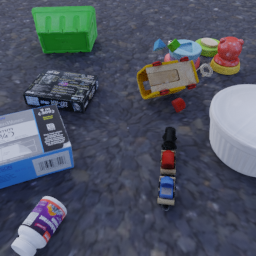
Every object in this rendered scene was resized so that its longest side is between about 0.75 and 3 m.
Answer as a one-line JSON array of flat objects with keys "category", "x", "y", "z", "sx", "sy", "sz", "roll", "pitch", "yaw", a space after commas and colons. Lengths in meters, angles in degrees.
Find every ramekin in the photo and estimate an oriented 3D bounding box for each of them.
[{"category": "ramekin", "x": 3.392, "y": 0.107, "z": 7.329, "sx": 2.679, "sy": 1.248, "sz": 2.679, "roll": 0, "pitch": 42, "yaw": 0}]

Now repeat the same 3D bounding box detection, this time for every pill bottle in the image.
[{"category": "pill bottle", "x": -1.815, "y": 2.028, "z": 5.728, "sx": 0.631, "sy": 0.631, "sz": 1.133, "roll": 17, "pitch": 46, "yaw": 17}]

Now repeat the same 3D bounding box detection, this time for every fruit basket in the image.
[{"category": "fruit basket", "x": -2.592, "y": -4.417, "z": 11.904, "sx": 2.708, "sy": 1.953, "sz": 2.708, "roll": 1, "pitch": 61, "yaw": -1}]

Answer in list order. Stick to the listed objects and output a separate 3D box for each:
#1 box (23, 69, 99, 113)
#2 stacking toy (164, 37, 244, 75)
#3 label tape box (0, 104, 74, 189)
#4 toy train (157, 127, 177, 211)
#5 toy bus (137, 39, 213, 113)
[{"category": "box", "x": -2.175, "y": -1.294, "z": 9.370, "sx": 2.047, "sy": 0.446, "sz": 1.640, "roll": 8, "pitch": 42, "yaw": 8}, {"category": "stacking toy", "x": 2.859, "y": -3.260, "z": 10.965, "sx": 2.835, "sy": 1.197, "sz": 2.566, "roll": -1, "pitch": 43, "yaw": -2}, {"category": "label tape box", "x": -2.766, "y": 0.122, "z": 7.592, "sx": 1.946, "sy": 0.854, "sz": 2.699, "roll": -15, "pitch": 45, "yaw": -17}, {"category": "toy train", "x": 1.014, "y": 0.882, "z": 6.991, "sx": 0.431, "sy": 0.579, "sz": 2.527, "roll": 5, "pitch": 44, "yaw": 6}, {"category": "toy bus", "x": 1.357, "y": -1.619, "z": 9.240, "sx": 2.140, "sy": 1.106, "sz": 2.019, "roll": 34, "pitch": 73, "yaw": -14}]
